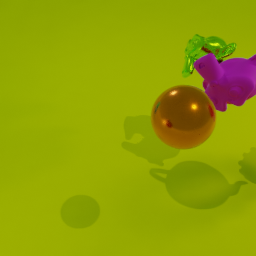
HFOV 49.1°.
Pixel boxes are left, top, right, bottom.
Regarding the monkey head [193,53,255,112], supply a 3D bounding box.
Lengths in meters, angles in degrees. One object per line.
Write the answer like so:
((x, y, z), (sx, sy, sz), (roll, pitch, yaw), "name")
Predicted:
((1.804, -0.963, 5.092), (1.212, 1.685, 1.015), (49, 56, -13), "monkey head")

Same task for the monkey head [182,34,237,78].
((1.495, -1.334, 5.495), (0.785, 1.303, 0.938), (20, 82, -10), "monkey head")

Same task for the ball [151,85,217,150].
((0.633, -0.124, 3.229), (0.743, 0.743, 0.743), (0, 49, 0), "ball")
